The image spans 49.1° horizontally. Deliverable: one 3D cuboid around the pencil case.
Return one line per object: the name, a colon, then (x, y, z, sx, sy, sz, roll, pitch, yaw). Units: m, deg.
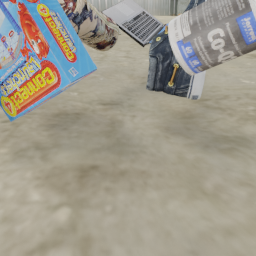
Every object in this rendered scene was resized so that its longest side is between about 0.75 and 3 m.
pencil case: (-1.132, -2.887, 7.541, 1.202, 1.046, 2.689, -3, -1, 20)

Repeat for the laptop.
laptop: (0.992, -3.838, 9.210, 2.686, 1.557, 2.515, 37, 39, -3)

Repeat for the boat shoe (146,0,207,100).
boat shoe: (1.209, -2.159, 6.326, 1.323, 2.914, 1.031, 9, 1, 7)

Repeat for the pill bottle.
pill bottle: (1.604, -1.582, 4.287, 1.764, 1.003, 1.003, -19, 14, 33)

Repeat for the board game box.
board game box: (-2.124, -1.596, 5.218, 2.498, 2.446, 0.698, -20, 15, 44)
